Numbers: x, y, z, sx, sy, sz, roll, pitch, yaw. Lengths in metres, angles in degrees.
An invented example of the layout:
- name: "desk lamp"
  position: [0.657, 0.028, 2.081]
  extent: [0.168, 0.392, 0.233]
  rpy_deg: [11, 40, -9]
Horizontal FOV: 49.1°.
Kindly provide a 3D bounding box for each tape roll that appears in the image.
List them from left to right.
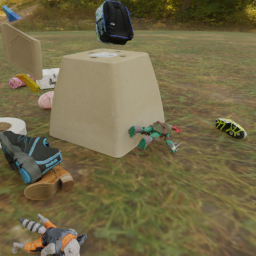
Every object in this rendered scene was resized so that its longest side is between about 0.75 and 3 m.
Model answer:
- name: "tape roll"
  position: [-4.286, 0.141, 9.127]
  extent: [1.867, 0.341, 1.867]
  rpy_deg: [0, 23, 0]

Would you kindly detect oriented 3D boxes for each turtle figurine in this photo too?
- name: "turtle figurine"
  position: [0.856, 0.182, 8.231]
  extent: [1.596, 0.804, 1.195]
  rpy_deg: [-5, 25, -39]

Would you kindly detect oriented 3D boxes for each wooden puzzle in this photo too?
- name: "wooden puzzle"
  position: [-3.281, -2.372, 8.777]
  extent: [1.652, 2.449, 0.286]
  rpy_deg: [34, 48, 13]

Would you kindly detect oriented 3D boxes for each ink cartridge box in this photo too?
- name: "ink cartridge box"
  position: [-3.916, -2.680, 14.946]
  extent: [1.837, 0.761, 1.348]
  rpy_deg: [-11, 26, -24]

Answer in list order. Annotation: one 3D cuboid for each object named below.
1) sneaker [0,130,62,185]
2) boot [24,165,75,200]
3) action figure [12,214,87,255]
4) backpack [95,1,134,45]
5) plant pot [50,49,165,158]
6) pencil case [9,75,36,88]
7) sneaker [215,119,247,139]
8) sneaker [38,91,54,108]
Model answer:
- name: "sneaker"
  position: [-2.570, 0.611, 7.207]
  extent: [1.001, 0.895, 2.445]
  rpy_deg: [-28, 35, -30]
- name: "boot"
  position: [-1.935, 1.210, 6.586]
  extent: [1.165, 0.447, 0.905]
  rpy_deg: [-15, 28, -31]
- name: "action figure"
  position: [-1.376, 1.970, 4.645]
  extent: [1.275, 0.689, 1.318]
  rpy_deg: [3, 23, 28]
- name: "backpack"
  position: [-0.683, -4.401, 11.876]
  extent: [1.508, 1.648, 1.211]
  rpy_deg: [-5, -7, -36]
- name: "plant pot"
  position: [-0.647, -1.123, 9.197]
  extent: [2.941, 2.607, 2.944]
  rpy_deg: [15, 27, 31]
- name: "pencil case"
  position: [-5.568, -2.512, 14.822]
  extent: [0.603, 0.577, 1.393]
  rpy_deg: [-32, 3, 37]
- name: "sneaker"
  position: [3.511, -0.046, 9.376]
  extent: [0.495, 0.488, 1.294]
  rpy_deg: [-10, 27, -20]
- name: "sneaker"
  position: [-2.758, -1.178, 11.675]
  extent: [1.761, 0.663, 0.921]
  rpy_deg: [-16, 23, -40]
